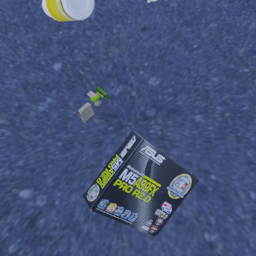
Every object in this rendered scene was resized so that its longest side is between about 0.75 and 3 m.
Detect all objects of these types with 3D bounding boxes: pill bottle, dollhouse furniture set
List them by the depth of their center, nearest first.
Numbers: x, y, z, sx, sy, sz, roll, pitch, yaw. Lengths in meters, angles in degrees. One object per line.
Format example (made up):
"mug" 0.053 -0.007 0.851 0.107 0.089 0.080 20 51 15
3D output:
"pill bottle" -0.818 -1.630 3.664 0.438 0.438 0.787 -46 37 -19
"dollhouse furniture set" -0.757 -0.496 5.645 0.294 0.380 0.761 36 70 25

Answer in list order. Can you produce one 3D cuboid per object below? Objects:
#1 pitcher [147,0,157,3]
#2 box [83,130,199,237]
"pitcher" 0.346 -3.048 5.291 0.806 1.330 1.141 -36 29 8
"box" 0.259 0.905 4.260 1.213 1.514 0.335 -52 37 1
